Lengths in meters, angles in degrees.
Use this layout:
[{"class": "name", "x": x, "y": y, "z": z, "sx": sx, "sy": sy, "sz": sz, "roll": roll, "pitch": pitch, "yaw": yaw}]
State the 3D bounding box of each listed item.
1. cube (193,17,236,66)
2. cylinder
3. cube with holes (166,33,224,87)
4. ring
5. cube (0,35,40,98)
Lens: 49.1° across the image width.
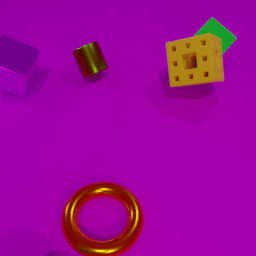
[{"class": "cube", "x": 2.364, "y": -2.413, "z": 8.220, "sx": 0.937, "sy": 0.937, "sz": 0.937, "roll": 42, "pitch": 71, "yaw": 3}, {"class": "cylinder", "x": -1.075, "y": -1.955, "z": 8.042, "sx": 0.815, "sy": 0.815, "sz": 0.815, "roll": -22, "pitch": 14, "yaw": 6}, {"class": "cube with holes", "x": 1.732, "y": -1.670, "z": 7.143, "sx": 1.093, "sy": 1.093, "sz": 1.093, "roll": -3, "pitch": 7, "yaw": 31}, {"class": "ring", "x": -0.481, "y": 1.711, "z": 5.383, "sx": 1.586, "sy": 0.317, "sz": 1.586, "roll": 2, "pitch": 43, "yaw": -2}, {"class": "cube", "x": -3.070, "y": -1.630, "z": 7.532, "sx": 1.034, "sy": 1.034, "sz": 1.034, "roll": 21, "pitch": 59, "yaw": -12}]
